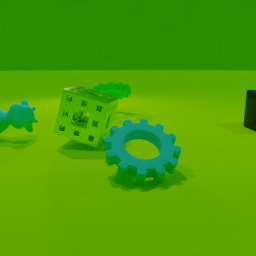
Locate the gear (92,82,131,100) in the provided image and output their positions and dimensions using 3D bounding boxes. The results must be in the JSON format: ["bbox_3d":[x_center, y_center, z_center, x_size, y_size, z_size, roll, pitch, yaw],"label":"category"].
[{"bbox_3d":[-0.644,-1.396,10.794,1.487,0.275,1.487,-3,-10,-1],"label":"gear"}]

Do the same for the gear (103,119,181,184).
[{"bbox_3d":[0.239,0.354,4.799,1.285,0.238,1.285,5,43,-5],"label":"gear"}]

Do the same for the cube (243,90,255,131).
[{"bbox_3d":[4.130,-0.489,7.973,1.122,1.122,1.122,-2,13,-7],"label":"cube"}]

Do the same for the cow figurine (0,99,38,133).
[{"bbox_3d":[-3.170,-0.184,6.949,1.572,0.863,1.547,-10,2,44],"label":"cow figurine"}]

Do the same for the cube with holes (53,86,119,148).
[{"bbox_3d":[-0.936,-0.307,6.530,1.037,1.037,1.037,18,15,6],"label":"cube with holes"}]
